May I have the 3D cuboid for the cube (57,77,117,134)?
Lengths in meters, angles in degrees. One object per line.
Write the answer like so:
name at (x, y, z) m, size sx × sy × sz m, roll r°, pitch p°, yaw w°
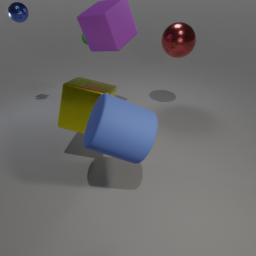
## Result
cube at (-1.258, -0.707, 8.914) m, size 1.400 × 1.400 × 1.400 m, roll 14°, pitch 20°, yaw 4°

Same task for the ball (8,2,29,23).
ball at (-4.005, -4.225, 10.239) m, size 0.700 × 0.700 × 0.700 m, roll 0°, pitch 30°, yaw 0°

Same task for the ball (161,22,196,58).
ball at (2.072, -3.594, 11.488) m, size 1.400 × 1.400 × 1.400 m, roll 0°, pitch 30°, yaw 0°

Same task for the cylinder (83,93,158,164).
cylinder at (-0.204, 0.030, 6.922) m, size 1.400 × 1.400 × 1.400 m, roll 20°, pitch 25°, yaw -18°

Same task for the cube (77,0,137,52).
cube at (-0.733, -3.787, 10.335) m, size 1.400 × 1.400 × 1.400 m, roll 10°, pitch 47°, yaw 36°

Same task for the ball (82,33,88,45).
ball at (-1.862, -4.322, 13.374) m, size 0.700 × 0.700 × 0.700 m, roll 0°, pitch 30°, yaw 0°
